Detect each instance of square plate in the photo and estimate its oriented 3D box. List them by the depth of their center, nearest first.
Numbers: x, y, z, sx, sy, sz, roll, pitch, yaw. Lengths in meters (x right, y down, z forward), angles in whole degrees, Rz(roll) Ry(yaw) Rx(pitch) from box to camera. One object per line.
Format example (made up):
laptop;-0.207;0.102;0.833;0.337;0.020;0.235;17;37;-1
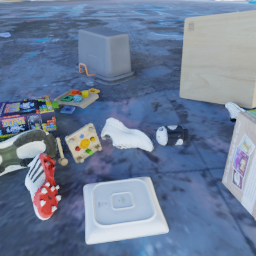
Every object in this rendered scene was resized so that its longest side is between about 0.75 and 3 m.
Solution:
square plate;-0.116;1.562;5.745;1.558;0.224;1.573;-5;31;-8

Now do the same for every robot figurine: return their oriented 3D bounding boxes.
robot figurine;1.227;0.196;7.784;0.877;0.659;0.547;-3;50;-5

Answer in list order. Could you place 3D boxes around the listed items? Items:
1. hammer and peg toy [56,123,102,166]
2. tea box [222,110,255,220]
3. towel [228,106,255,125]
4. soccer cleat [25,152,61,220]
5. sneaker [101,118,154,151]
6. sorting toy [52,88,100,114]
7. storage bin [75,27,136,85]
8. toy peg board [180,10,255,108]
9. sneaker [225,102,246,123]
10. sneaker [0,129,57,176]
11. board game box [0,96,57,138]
hammer and peg toy;-1.232;0.449;6.952;1.129;0.830;0.398;-33;36;-26
tea box;3.164;0.627;5.730;1.826;1.856;1.240;-8;31;-14
towel;3.878;-0.636;9.331;1.016;0.442;1.820;5;30;7
soccer cleat;-1.892;1.262;6.025;0.715;0.576;1.678;-32;44;15
sneaker;-0.033;0.319;7.689;1.564;0.583;0.681;23;66;19
sorting toy;-1.900;-1.176;10.396;1.267;0.306;2.250;13;32;21
storage bin;-1.210;-3.328;12.514;2.091;1.930;2.874;-23;37;-35
toy peg board;3.397;-2.332;9.623;1.390;2.830;2.842;-11;19;-40
sneaker;3.171;-0.466;8.493;0.474;0.311;0.824;-36;43;-11
sneaker;-3.186;0.647;6.866;2.723;1.047;1.206;-9;10;-23
board game box;-3.135;-0.383;8.314;1.795;0.616;2.171;-9;19;-17
